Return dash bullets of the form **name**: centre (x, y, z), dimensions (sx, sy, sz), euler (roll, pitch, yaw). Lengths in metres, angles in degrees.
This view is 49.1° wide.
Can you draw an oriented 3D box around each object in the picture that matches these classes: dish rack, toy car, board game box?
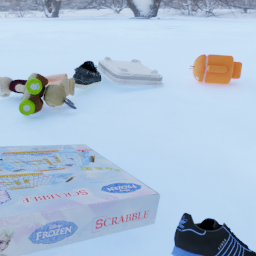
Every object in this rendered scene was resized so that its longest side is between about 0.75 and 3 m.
- **dish rack**: centre (0.051, -2.486, 12.085), dimensions (2.463, 0.625, 2.869), euler (-1, 26, -24)
- **toy car**: centre (-2.488, -0.905, 8.972), dimensions (1.673, 1.320, 1.374), euler (18, 11, -21)
- **board game box**: centre (-1.339, 0.894, 4.485), dimensions (2.645, 0.544, 2.639), euler (1, 13, -34)

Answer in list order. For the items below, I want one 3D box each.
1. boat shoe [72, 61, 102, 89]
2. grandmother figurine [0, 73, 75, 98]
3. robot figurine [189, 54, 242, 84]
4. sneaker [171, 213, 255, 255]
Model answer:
- **boat shoe**: centre (-1.636, -2.282, 11.416), dimensions (1.013, 0.899, 2.711), euler (15, 20, 9)
- **grandmother figurine**: centre (-3.445, -1.503, 9.987), dimensions (2.979, 0.902, 1.807), euler (2, -1, 8)
- **robot figurine**: centre (3.643, -2.474, 11.791), dimensions (2.092, 1.220, 1.505), euler (7, 49, 10)
- **sneaker**: centre (1.246, 1.498, 3.595), dimensions (1.441, 0.561, 0.505), euler (19, -11, -20)
